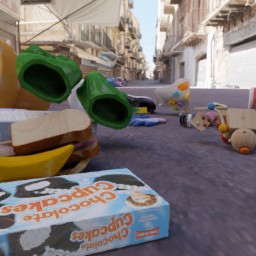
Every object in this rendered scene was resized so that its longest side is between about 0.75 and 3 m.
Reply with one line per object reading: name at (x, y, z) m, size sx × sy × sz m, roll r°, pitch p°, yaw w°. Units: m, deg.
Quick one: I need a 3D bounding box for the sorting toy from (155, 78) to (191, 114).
sorting toy at (1.874, -1.249, 11.892) m, size 1.450 × 1.610 × 0.860 m, roll 3°, pitch 52°, yaw 12°

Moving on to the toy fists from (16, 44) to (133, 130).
toy fists at (-1.099, -0.913, 6.142) m, size 2.702 × 0.929 × 1.377 m, roll 23°, pitch 11°, yaw -25°

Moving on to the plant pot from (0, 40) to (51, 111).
plant pot at (-4.196, -1.352, 9.662) m, size 2.893 × 2.893 × 2.649 m, roll 6°, pitch -4°, yaw 29°

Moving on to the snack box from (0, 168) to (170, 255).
snack box at (-0.790, 0.881, 2.952) m, size 2.129 × 0.395 × 1.237 m, roll -4°, pitch 11°, yaw -21°

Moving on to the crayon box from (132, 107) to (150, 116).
crayon box at (0.385, -0.638, 11.345) m, size 0.956 × 0.246 × 0.601 m, roll -1°, pitch -12°, yaw -12°

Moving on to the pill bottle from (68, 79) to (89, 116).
pill bottle at (-1.931, -1.434, 12.628) m, size 1.533 × 1.533 × 2.727 m, roll -2°, pitch 10°, yaw -12°

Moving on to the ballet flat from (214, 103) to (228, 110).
ballet flat at (4.523, -1.072, 14.159) m, size 0.361 × 0.361 × 1.039 m, roll -7°, pitch 12°, yaw -34°

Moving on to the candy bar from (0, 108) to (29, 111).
candy bar at (-3.320, -0.375, 7.179) m, size 2.214 × 0.245 × 0.552 m, roll 3°, pitch 10°, yaw 10°

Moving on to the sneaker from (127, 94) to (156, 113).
sneaker at (0.063, -1.058, 12.547) m, size 2.444 × 0.926 × 1.070 m, roll -2°, pitch 16°, yaw -10°

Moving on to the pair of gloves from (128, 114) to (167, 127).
pair of gloves at (0.372, -0.297, 10.129) m, size 1.525 × 0.216 × 1.896 m, roll -5°, pitch 12°, yaw -36°

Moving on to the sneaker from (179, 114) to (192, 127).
sneaker at (1.898, -0.261, 9.304) m, size 0.436 × 0.431 × 1.099 m, roll 6°, pitch 2°, yaw 13°

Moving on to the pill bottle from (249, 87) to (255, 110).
pill bottle at (6.908, -1.361, 13.347) m, size 2.083 × 1.160 × 1.160 m, roll 4°, pitch 11°, yaw 22°

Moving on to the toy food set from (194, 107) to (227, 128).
toy food set at (3.264, -0.186, 9.125) m, size 1.662 × 0.412 × 2.615 m, roll -3°, pitch 18°, yaw -13°

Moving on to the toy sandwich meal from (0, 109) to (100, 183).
toy sandwich meal at (-1.608, 0.300, 4.384) m, size 2.388 × 0.818 × 2.388 m, roll -1°, pitch 17°, yaw 0°

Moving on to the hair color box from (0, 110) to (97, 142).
hair color box at (-1.930, 0.048, 6.110) m, size 2.267 × 0.687 × 1.122 m, roll -1°, pitch 16°, yaw -27°

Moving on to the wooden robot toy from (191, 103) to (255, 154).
wooden robot toy at (2.679, 0.200, 6.284) m, size 2.506 × 1.104 × 1.137 m, roll 3°, pitch 46°, yaw 12°
